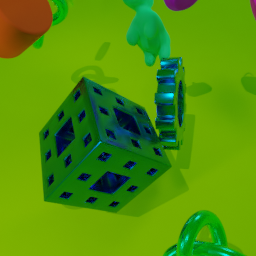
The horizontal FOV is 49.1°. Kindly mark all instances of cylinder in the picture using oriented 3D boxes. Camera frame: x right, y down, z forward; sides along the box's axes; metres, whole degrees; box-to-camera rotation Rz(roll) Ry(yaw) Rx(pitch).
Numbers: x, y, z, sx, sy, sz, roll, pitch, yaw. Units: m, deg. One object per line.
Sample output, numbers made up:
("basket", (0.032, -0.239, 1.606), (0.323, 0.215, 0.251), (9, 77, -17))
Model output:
("cylinder", (-2.253, -2.096, 5.397), (1.159, 1.159, 1.159), (-18, 33, 41))

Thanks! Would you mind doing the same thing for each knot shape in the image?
("knot shape", (-2.184, -2.634, 6.604), (1.605, 1.502, 0.741), (18, 32, 21))
("knot shape", (0.999, 1.617, 3.317), (1.084, 1.159, 0.535), (18, 9, -2))

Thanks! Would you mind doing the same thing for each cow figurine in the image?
("cow figurine", (0.477, -2.464, 6.520), (0.886, 1.615, 1.589), (-12, 51, 33))

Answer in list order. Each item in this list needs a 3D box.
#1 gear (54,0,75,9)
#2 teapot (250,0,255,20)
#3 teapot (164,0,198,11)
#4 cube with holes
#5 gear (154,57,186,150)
("gear", (-1.898, -3.974, 7.877), (0.219, 1.186, 1.186), (-2, 44, 26))
("teapot", (3.053, -2.640, 5.996), (0.668, 0.848, 1.364), (-19, 49, 20))
("teapot", (1.017, -2.708, 5.409), (0.836, 1.345, 0.658), (-31, 66, 8))
("cube with holes", (-0.450, 0.339, 4.616), (1.395, 1.395, 1.395), (23, 33, -38))
("gear", (0.890, -0.480, 5.574), (0.333, 1.801, 1.801), (1, 46, 18))
